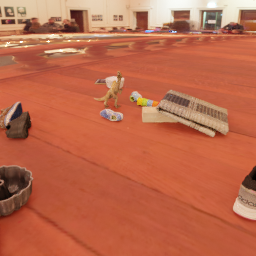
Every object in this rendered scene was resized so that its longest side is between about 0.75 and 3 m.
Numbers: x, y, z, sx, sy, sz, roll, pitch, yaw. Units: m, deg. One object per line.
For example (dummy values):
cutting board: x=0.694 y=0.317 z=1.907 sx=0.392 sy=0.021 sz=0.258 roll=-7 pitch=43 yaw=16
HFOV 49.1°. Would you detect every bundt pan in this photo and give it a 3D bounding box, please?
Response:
bundt pan: x=-2.899 y=1.467 z=6.355 sx=1.509 sy=0.566 sz=1.509 roll=0 pitch=25 yaw=0

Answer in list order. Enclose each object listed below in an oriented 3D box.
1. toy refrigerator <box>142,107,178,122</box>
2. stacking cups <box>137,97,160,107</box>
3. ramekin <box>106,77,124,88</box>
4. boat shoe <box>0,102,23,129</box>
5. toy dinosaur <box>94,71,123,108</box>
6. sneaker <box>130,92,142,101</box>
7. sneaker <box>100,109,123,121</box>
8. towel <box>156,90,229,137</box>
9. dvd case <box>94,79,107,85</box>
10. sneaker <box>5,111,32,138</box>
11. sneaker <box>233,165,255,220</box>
toy refrigerator: x=1.253 y=-0.514 z=10.989 sx=1.373 sy=0.480 sz=0.521 roll=-1 pitch=31 yaw=0
stacking cups: x=1.022 y=-1.063 z=12.459 sx=1.230 sy=0.372 sz=0.372 roll=17 pitch=28 yaw=22
ramekin: x=-0.716 y=-2.484 z=15.426 sx=1.032 sy=0.481 sz=1.032 roll=0 pitch=24 yaw=0
boat shoe: x=-4.583 y=-0.548 z=10.813 sx=0.667 sy=0.666 sz=1.844 roll=-3 pitch=24 yaw=-3
toy dinosaur: x=-0.718 y=-1.483 z=12.477 sx=0.716 sy=2.462 sz=1.245 roll=12 pitch=57 yaw=-28
sneaker: x=0.246 y=-1.518 z=13.418 sx=0.556 sy=0.339 sz=0.852 roll=-10 pitch=25 yaw=-25
sneaker: x=-0.693 y=-0.507 z=11.058 sx=1.009 sy=0.382 sz=0.389 roll=11 pitch=22 yaw=26
towel: x=2.550 y=-0.611 z=10.755 sx=2.665 sy=0.460 sz=2.566 roll=21 pitch=26 yaw=10
dvd case: x=-1.272 y=-2.700 z=16.390 sx=1.240 sy=0.099 sz=0.922 roll=2 pitch=24 yaw=5
sneaker: x=-3.905 y=-0.144 z=9.988 sx=0.766 sy=0.641 sz=1.688 roll=-8 pitch=23 yaw=-6
sneaker: x=3.340 y=1.234 z=6.327 sx=2.294 sy=1.003 sz=0.846 roll=-13 pitch=27 yaw=-28
